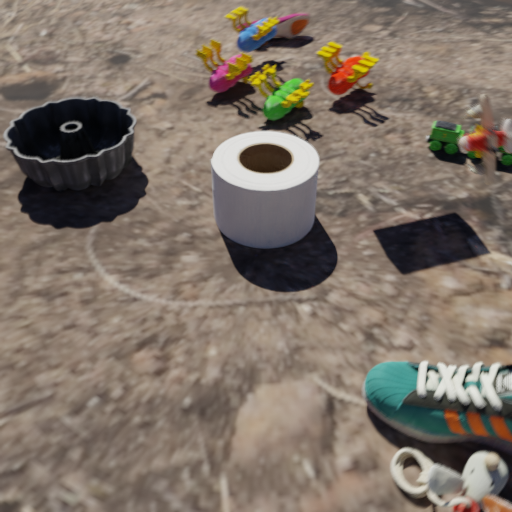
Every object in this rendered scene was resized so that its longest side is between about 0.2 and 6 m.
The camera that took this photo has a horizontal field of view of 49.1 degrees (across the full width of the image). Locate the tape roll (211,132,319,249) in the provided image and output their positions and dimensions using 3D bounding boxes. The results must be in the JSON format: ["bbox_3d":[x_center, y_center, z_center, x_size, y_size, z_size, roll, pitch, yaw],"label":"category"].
[{"bbox_3d":[0.139,-1.040,8.611,1.612,1.107,1.612,1,43,0],"label":"tape roll"}]

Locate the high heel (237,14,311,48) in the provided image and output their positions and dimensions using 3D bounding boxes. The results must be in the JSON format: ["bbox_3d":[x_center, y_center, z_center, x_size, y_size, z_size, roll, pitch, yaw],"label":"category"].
[{"bbox_3d":[0.452,-5.863,14.227,1.847,0.622,0.886,-31,60,-12],"label":"high heel"}]

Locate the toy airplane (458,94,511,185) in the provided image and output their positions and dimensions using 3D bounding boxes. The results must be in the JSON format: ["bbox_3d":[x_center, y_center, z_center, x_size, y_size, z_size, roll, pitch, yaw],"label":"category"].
[{"bbox_3d":[2.399,-1.218,5.889,0.504,0.711,0.714,1,60,44],"label":"toy airplane"}]

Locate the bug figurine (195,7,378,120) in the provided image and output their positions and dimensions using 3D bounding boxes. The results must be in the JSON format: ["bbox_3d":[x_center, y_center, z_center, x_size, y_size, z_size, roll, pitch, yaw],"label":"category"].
[{"bbox_3d":[0.525,-4.058,12.011,3.773,0.971,2.926,34,58,26],"label":"bug figurine"}]

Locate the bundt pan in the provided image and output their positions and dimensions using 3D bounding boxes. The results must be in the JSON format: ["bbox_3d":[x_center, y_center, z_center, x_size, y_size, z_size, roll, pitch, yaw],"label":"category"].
[{"bbox_3d":[-3.140,-1.893,9.752,2.200,0.826,2.200,0,43,0],"label":"bundt pan"}]

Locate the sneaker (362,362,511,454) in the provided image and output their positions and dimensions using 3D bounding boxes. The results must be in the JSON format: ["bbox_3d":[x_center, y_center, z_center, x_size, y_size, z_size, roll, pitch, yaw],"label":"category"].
[{"bbox_3d":[2.447,1.481,5.933,2.548,1.018,0.909,12,44,12],"label":"sneaker"}]

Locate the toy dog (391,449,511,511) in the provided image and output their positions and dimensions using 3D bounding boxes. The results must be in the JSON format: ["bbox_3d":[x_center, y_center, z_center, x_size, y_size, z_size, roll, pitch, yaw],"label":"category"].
[{"bbox_3d":[1.807,2.409,5.038,1.190,0.869,1.804,11,44,12],"label":"toy dog"}]

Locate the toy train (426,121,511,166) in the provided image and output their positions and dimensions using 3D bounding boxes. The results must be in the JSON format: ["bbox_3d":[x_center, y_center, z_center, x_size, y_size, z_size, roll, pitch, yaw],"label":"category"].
[{"bbox_3d":[4.079,-2.042,10.114,1.943,0.548,0.405,15,45,16],"label":"toy train"}]
